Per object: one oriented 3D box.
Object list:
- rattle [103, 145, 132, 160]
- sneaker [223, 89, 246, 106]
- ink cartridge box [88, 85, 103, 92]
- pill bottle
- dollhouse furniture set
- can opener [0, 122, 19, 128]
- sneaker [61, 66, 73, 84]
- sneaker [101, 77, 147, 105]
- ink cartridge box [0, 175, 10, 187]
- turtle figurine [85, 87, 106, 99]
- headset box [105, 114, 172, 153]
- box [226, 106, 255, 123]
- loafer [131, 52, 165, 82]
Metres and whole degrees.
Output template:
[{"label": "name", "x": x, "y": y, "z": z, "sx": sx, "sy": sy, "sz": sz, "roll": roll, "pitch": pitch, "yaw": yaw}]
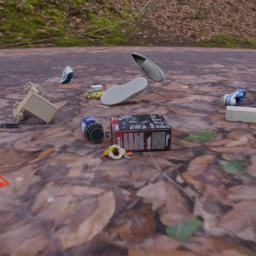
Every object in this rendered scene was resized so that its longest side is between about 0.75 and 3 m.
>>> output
[{"label": "rattle", "x": -0.327, "y": 0.849, "z": 8.884, "sx": 0.754, "sy": 0.539, "sz": 0.491, "roll": 7, "pitch": 48, "yaw": -28}, {"label": "sneaker", "x": 5.659, "y": -1.535, "z": 14.466, "sx": 1.749, "sy": 0.647, "sz": 0.719, "roll": -25, "pitch": 29, "yaw": -31}, {"label": "ink cartridge box", "x": -2.039, "y": -2.460, "z": 17.372, "sx": 0.892, "sy": 0.265, "sz": 0.463, "roll": -10, "pitch": 23, "yaw": -24}, {"label": "pill bottle", "x": -1.294, "y": 0.037, "z": 10.171, "sx": 0.707, "sy": 0.707, "sz": 1.264, "roll": -8, "pitch": 22, "yaw": -21}, {"label": "dollhouse furniture set", "x": -4.199, "y": -0.990, "z": 12.564, "sx": 1.232, "sy": 1.442, "sz": 2.783, "roll": 35, "pitch": 4, "yaw": -29}, {"label": "can opener", "x": -4.870, "y": -0.156, "z": 11.349, "sx": 0.896, "sy": 0.239, "sz": 0.300, "roll": 0, "pitch": 22, "yaw": -3}, {"label": "sneaker", "x": -2.555, "y": -2.164, "z": 11.633, "sx": 0.365, "sy": 0.386, "sz": 0.955, "roll": -7, "pitch": -24, "yaw": -39}, {"label": "sneaker", "x": -0.143, "y": -1.756, "z": 14.627, "sx": 2.527, "sy": 0.934, "sz": 1.036, "roll": -20, "pitch": -14, "yaw": 2}, {"label": "ink cartridge box", "x": -3.649, "y": 1.414, "z": 7.273, "sx": 0.709, "sy": 0.249, "sz": 0.872, "roll": 19, "pitch": 32, "yaw": 41}, {"label": "turtle figurine", "x": -1.732, "y": -1.874, "z": 15.534, "sx": 1.174, "sy": 0.469, "sz": 1.456, "roll": -6, "pitch": 31, "yaw": 9}, {"label": "headset box", "x": 0.276, "y": 0.143, "z": 9.726, "sx": 2.141, "sy": 0.827, "sz": 1.593, "roll": -3, "pitch": 21, "yaw": -6}, {"label": "box", "x": 5.033, "y": -0.580, "z": 12.052, "sx": 1.539, "sy": 0.526, "sz": 0.632, "roll": 7, "pitch": 22, "yaw": 16}, {"label": "loafer", "x": 0.675, "y": -2.203, "z": 10.140, "sx": 1.581, "sy": 0.553, "sz": 0.552, "roll": 42, "pitch": 16, "yaw": 24}]
